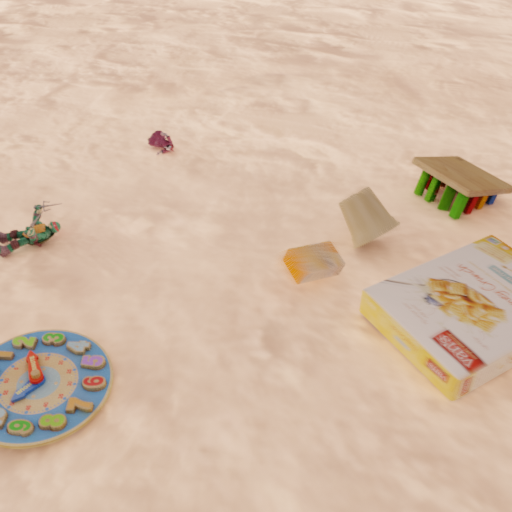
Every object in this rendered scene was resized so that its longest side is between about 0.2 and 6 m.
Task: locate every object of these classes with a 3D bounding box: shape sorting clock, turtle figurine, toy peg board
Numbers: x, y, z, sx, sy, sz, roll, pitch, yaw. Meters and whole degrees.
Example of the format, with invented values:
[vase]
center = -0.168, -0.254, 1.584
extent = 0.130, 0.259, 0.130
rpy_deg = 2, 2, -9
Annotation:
[shape sorting clock]
center = -3.342, 1.935, 8.597
extent = 2.228, 0.437, 2.228
rpy_deg = 0, 39, 0
[turtle figurine]
center = -4.582, -0.518, 11.465
extent = 1.463, 0.737, 1.095
rpy_deg = -25, 27, -5
[toy peg board]
center = 4.615, -1.561, 12.889
extent = 1.693, 0.832, 1.700
rpy_deg = -8, 38, -35

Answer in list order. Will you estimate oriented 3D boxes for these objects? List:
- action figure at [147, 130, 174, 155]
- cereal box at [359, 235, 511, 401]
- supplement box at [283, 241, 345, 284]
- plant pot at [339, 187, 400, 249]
[action figure]
center = -2.446, -2.946, 14.864
extent = 0.884, 0.592, 0.659
rpy_deg = 35, 12, 26
[cereal box]
center = 3.769, 0.899, 9.718
extent = 3.233, 0.639, 2.326
rpy_deg = -20, 43, -24
[supplement box]
center = 1.087, 0.113, 10.497
extent = 0.982, 0.361, 0.619
rpy_deg = -11, 54, -29
[plant pot]
center = 2.188, -0.814, 11.277
extent = 1.053, 1.053, 0.964
rpy_deg = -29, 88, -31
